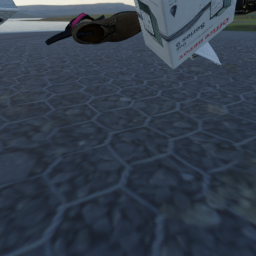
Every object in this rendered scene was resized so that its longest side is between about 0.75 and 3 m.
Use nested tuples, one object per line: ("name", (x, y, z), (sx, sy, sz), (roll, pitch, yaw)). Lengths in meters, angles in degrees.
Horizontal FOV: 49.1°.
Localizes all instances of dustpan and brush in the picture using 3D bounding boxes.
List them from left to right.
("dustpan and brush", (1.818, -2.751, 8.584), (1.554, 0.637, 2.226), (8, 56, -40))

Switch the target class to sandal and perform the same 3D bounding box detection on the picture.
("sandal", (-1.777, -3.471, 9.432), (2.338, 0.527, 0.878), (-31, 15, -22))

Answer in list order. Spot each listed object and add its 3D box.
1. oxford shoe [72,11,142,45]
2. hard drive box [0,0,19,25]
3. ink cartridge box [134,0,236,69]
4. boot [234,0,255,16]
("oxford shoe", (-0.418, -2.441, 7.038), (1.968, 0.715, 0.831), (-17, 27, -4))
("hard drive box", (-3.535, -2.095, 5.108), (1.827, 0.900, 2.344), (-24, 12, 24))
("ink cartridge box", (1.066, -2.496, 5.072), (1.765, 2.418, 1.016), (-39, 65, -2))
("boot", (2.878, -2.992, 6.452), (1.525, 0.558, 1.148), (8, 15, 30))
